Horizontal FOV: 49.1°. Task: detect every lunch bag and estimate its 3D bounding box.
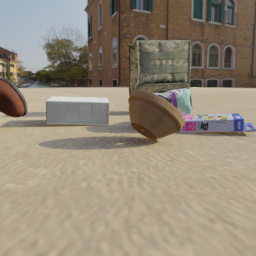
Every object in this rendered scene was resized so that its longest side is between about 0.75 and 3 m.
[{"bbox_3d":[1.228,-2.037,11.314,2.299,2.803,1.648,-4,11,-13],"label":"lunch bag"}]

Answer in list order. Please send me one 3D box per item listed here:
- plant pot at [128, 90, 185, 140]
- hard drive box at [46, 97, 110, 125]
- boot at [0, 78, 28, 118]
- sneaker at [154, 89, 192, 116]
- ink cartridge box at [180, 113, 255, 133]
[{"bbox_3d":[0.501,-0.180,6.172,1.361,0.628,1.361,30,-16,9],"label":"plant pot"},{"bbox_3d":[-1.578,-0.582,8.997,1.879,0.722,1.465,1,11,-8],"label":"hard drive box"},{"bbox_3d":[-4.363,-0.580,6.768,2.781,1.012,2.955,37,37,0],"label":"boot"},{"bbox_3d":[0.892,-0.682,8.464,1.687,0.938,2.412,-6,-4,2],"label":"sneaker"},{"bbox_3d":[2.412,-0.148,7.609,1.886,0.396,1.125,1,11,17],"label":"ink cartridge box"}]
